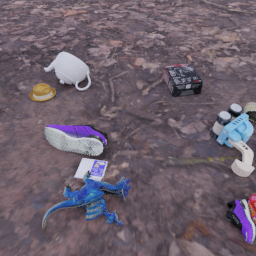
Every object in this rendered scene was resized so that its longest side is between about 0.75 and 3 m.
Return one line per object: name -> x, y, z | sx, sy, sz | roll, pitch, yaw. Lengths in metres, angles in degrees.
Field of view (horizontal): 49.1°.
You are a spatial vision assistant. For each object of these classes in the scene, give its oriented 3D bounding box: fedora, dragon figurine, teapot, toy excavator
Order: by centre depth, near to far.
dragon figurine -> -0.549, 2.723, 8.495 | 0.856, 0.252, 0.426 | 7, 42, 6
dragon figurine -> -1.187, 2.189, 8.514 | 2.838, 0.835, 1.411 | -30, 41, -34
toy excavator -> 4.135, 0.439, 10.517 | 2.239, 1.150, 2.303 | -30, 59, -28
fedora -> -4.064, -1.755, 13.260 | 1.230, 0.502, 1.230 | 1, 42, 0
teapot -> -2.877, -2.742, 13.770 | 1.818, 1.794, 1.328 | 20, 79, 50

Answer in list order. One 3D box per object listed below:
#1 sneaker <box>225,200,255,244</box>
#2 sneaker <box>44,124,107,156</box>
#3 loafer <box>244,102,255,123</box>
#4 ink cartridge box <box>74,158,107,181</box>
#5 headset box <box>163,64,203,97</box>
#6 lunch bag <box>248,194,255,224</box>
sneaker -> 3.275, 2.760, 8.318 | 0.708, 0.495, 1.424 | 1, 36, 5
sneaker -> -1.932, 0.285, 10.842 | 2.498, 0.868, 1.242 | 14, 36, 12
loafer -> 5.809, -0.357, 11.527 | 2.252, 0.852, 0.769 | 24, 48, 37
ink cartridge box -> -1.290, 1.503, 9.847 | 0.954, 0.209, 0.963 | 7, 38, 8
headset box -> 2.633, -2.439, 13.826 | 1.442, 0.748, 1.937 | -7, 42, -8
lunch bag -> 4.531, 2.473, 8.520 | 1.627, 0.667, 1.433 | -8, 38, -9
